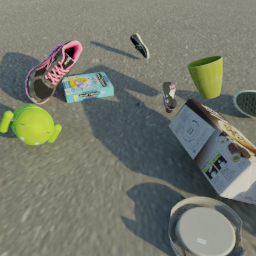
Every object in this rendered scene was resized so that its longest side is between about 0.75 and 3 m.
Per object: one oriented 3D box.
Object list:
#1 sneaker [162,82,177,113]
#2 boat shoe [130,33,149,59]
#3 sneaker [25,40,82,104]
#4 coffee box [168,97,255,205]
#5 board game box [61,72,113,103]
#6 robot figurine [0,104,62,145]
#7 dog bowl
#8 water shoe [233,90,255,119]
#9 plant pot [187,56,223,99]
[{"bbox_3d":[1.191,-0.917,8.468,0.427,0.459,1.063,7,59,-6],"label":"sneaker"},{"bbox_3d":[0.477,-3.372,11.650,0.379,0.454,1.218,-29,86,-21],"label":"boat shoe"},{"bbox_3d":[-2.328,-1.936,9.138,1.256,1.040,2.633,-7,49,46],"label":"sneaker"},{"bbox_3d":[2.116,0.458,6.397,1.340,0.946,2.370,20,26,-34],"label":"coffee box"},{"bbox_3d":[-1.446,-1.451,9.760,1.593,0.374,1.202,-13,40,-16],"label":"board game box"},{"bbox_3d":[-2.479,-0.103,7.216,1.438,0.948,1.639,19,0,-30],"label":"robot figurine"},{"bbox_3d":[1.446,2.014,5.285,1.458,0.427,1.458,-1,38,0],"label":"dog bowl"},{"bbox_3d":[4.249,-0.652,8.478,2.238,0.800,0.883,13,15,4],"label":"water shoe"},{"bbox_3d":[2.319,-1.428,8.151,0.993,1.061,0.993,-16,20,6],"label":"plant pot"}]
